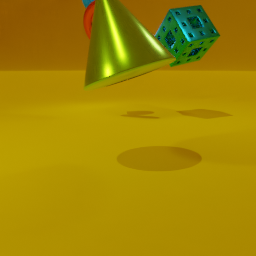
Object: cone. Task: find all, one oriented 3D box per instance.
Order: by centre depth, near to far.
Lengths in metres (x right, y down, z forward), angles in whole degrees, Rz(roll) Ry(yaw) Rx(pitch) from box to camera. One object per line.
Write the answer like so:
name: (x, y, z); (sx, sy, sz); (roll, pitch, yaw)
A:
cone: (-0.223, -1.643, 4.638); (1.615, 1.621, 1.615); (-18, 5, 2)

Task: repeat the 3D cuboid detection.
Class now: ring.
ring: (-0.663, -3.068, 8.356); (1.499, 1.499, 0.300); (6, 33, 24)

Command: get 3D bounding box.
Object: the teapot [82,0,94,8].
teapot: (-0.900, -3.977, 8.765); (1.689, 1.050, 0.827); (34, -11, -10)

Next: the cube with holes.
cube with holes: (1.887, -2.997, 9.163); (1.281, 1.281, 1.281); (-18, -17, -24)
